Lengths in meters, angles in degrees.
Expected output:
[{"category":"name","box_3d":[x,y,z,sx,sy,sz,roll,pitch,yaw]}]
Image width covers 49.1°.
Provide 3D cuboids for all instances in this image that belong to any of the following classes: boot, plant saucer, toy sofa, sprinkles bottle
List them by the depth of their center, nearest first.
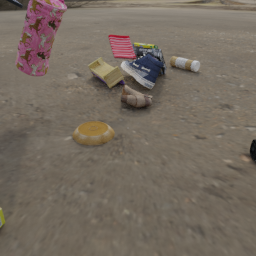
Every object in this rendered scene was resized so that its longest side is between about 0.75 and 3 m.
[{"category":"plant saucer","box_3d":[-1.141,0.105,9.282,1.403,0.248,1.403,0,28,0]},{"category":"boot","box_3d":[0.372,-1.294,11.589,1.269,0.610,1.736,7,30,-1]},{"category":"boot","box_3d":[0.701,-3.027,13.602,1.056,1.312,2.904,17,21,-36]},{"category":"toy sofa","box_3d":[-1.064,-2.638,13.828,0.880,1.037,2.124,-36,39,-10]},{"category":"sprinkles bottle","box_3d":[3.155,-3.603,15.680,1.687,0.576,0.576,25,38,38]}]

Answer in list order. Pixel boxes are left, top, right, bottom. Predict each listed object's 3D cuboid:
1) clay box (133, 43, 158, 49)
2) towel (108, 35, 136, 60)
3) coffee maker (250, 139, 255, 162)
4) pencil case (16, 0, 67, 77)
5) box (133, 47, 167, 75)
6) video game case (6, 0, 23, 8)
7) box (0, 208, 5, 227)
[{"category":"clay box","box_3d":[1.063,-4.737,17.406,1.575,0.905,0.375,16,33,27]},{"category":"towel","box_3d":[-0.240,-3.348,11.542,0.969,0.151,1.340,-2,58,-20]},{"category":"coffee maker","box_3d":[4.025,0.643,8.048,0.922,0.621,0.885,4,11,5]},{"category":"pencil case","box_3d":[-3.086,-3.254,9.852,1.190,2.874,1.243,20,36,-14]},{"category":"box","box_3d":[1.117,-3.418,14.297,1.440,0.454,1.826,12,-14,20]},{"category":"video game case","box_3d":[-3.876,-4.079,8.566,0.946,0.126,1.324,15,21,-46]},{"category":"box","box_3d":[-3.552,1.806,5.982,1.780,0.446,0.670,11,30,20]}]
